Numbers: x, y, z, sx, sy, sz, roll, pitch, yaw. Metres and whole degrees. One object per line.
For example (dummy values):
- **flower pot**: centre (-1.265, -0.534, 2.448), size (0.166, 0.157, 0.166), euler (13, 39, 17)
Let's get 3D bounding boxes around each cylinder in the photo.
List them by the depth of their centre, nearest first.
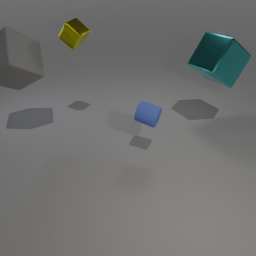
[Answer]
- **cylinder**: centre (0.655, -0.452, 9.110), size (0.700, 0.700, 0.700), euler (22, 35, 13)

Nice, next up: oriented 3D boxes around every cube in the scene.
- **cube**: centre (-3.932, -2.298, 9.572), size (1.400, 1.400, 1.400), euler (-20, -16, 29)
- **cube**: centre (-1.917, -3.364, 10.024), size (0.700, 0.700, 0.700), euler (41, 42, -4)
- **cube**: centre (3.435, -2.575, 10.605), size (1.400, 1.400, 1.400), euler (23, 11, -38)
